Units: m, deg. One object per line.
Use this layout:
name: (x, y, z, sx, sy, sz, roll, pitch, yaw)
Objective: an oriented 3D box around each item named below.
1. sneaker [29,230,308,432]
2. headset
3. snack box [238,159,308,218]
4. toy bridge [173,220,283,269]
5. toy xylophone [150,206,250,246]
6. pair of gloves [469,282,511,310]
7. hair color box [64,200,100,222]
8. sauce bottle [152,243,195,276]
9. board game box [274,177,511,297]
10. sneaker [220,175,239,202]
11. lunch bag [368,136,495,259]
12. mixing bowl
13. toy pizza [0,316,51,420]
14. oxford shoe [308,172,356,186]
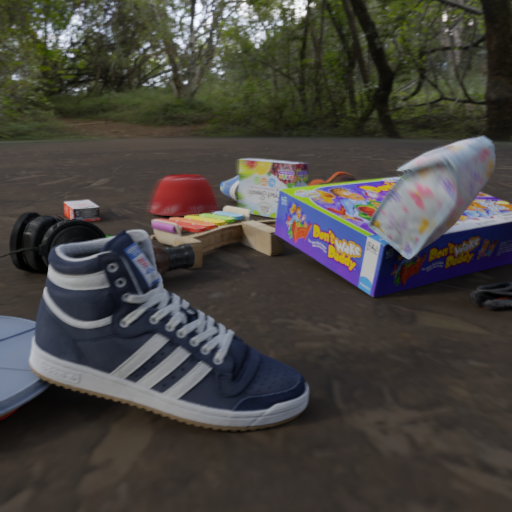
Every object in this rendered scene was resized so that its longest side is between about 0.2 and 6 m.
sneaker: (-0.805, 0.685, 5.655, 2.940, 1.595, 1.031, 12, 17, 2)
headset: (-3.630, -0.401, 10.165, 2.093, 1.592, 3.389, 9, 7, 33)
snack box: (0.426, -1.851, 15.457, 0.572, 1.535, 2.158, -12, 18, -43)
toy bridge: (0.102, -0.423, 12.137, 4.058, 0.552, 1.364, -10, 17, -29)
toy xylophone: (-1.398, -0.682, 12.976, 1.814, 0.623, 2.478, 9, 18, 33)
pair of gloves: (4.666, 0.799, 8.228, 2.325, 0.323, 2.610, -4, 15, -14)
hair color box: (-4.801, -1.232, 15.396, 0.714, 0.411, 1.287, -8, 16, -27)
sauce bottle: (-2.137, 0.177, 9.708, 2.291, 0.741, 0.741, -10, 18, -35)
board game box: (2.997, -0.618, 11.143, 4.375, 0.979, 2.941, -10, 29, -32)
sneaker: (0.036, -2.387, 18.327, 1.081, 1.063, 2.807, 18, 22, 39)
lunch bag: (2.741, -1.032, 8.569, 1.107, 1.741, 1.476, 45, 47, 16)
mixing bowl: (-2.044, -1.772, 15.968, 1.931, 1.046, 1.931, 1, 13, 0)
toy pizza: (-3.448, 1.328, 6.074, 2.699, 0.428, 2.699, 2, 17, 0)
oxford shoe: (2.527, -1.921, 17.368, 0.969, 0.951, 2.673, 31, 35, 27)
